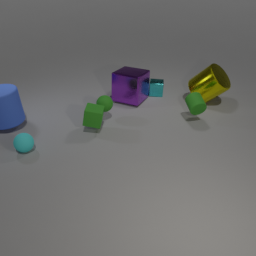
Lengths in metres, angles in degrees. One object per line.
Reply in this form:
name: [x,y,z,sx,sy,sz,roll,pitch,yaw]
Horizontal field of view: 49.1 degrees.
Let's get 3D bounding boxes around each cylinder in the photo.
cylinder: [2.820,-1.016,11.666,0.700,0.700,0.700,-7,51,-11]
cylinder: [3.789,-2.051,13.079,1.400,1.400,1.400,23,51,-31]
cylinder: [-4.983,-0.859,11.190,1.400,1.400,1.400,-3,31,2]

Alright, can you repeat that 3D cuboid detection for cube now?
cube: [0.133,-2.051,13.483,1.400,1.400,1.400,14,30,22]
cube: [1.441,-2.047,14.235,0.700,0.700,0.700,5,32,6]
cube: [-1.350,-0.487,11.025,0.700,0.700,0.700,11,32,-3]

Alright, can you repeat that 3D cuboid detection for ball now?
ball: [-3.720,0.522,9.998,0.700,0.700,0.700,0,31,0]
ball: [-0.978,-1.022,11.734,0.700,0.700,0.700,0,31,0]
